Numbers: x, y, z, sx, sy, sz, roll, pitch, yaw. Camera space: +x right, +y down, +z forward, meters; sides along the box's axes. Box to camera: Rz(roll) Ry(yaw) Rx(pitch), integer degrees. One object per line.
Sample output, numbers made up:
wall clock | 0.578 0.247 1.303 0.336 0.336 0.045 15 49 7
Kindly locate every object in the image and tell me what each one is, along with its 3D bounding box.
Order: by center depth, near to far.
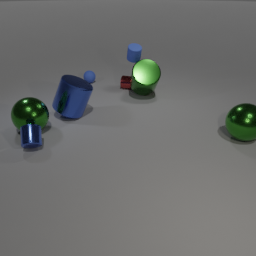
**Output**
cylinder | -3.399 0.296 9.840 0.700 0.700 0.700 -8 -16 -2
ball | 4.314 -0.214 10.304 1.400 1.400 1.400 0 28 0
ball | -3.773 -0.493 10.823 1.400 1.400 1.400 0 28 0
cylinder | -2.380 -1.356 12.026 1.400 1.400 1.400 22 24 -10
cylinder | 0.313 -3.744 14.000 0.700 0.700 0.700 4 48 -4
cylinder | 0.844 -2.513 14.061 1.400 1.400 1.400 -3 -14 -5
cylinder | 0.011 -2.504 15.370 0.700 0.700 0.700 9 29 15
ball | -2.230 -2.975 16.224 0.700 0.700 0.700 0 28 0
